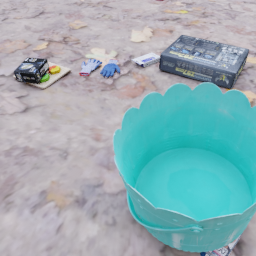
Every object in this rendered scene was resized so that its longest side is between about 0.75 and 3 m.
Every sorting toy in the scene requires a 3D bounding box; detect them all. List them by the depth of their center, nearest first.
[{"bbox_3d":[-3.317,-2.170,10.883,1.577,0.311,1.704,22,44,24],"label":"sorting toy"}]

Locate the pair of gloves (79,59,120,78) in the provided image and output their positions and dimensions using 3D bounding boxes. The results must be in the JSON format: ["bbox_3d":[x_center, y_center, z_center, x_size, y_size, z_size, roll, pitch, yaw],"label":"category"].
[{"bbox_3d":[-1.101,-2.427,11.302,1.720,0.196,1.383,7,42,10],"label":"pair of gloves"}]

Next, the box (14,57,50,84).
[{"bbox_3d":[-3.535,-2.143,10.356,0.852,0.448,1.040,8,45,13],"label":"box"}]

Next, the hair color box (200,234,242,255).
[{"bbox_3d":[1.846,2.283,5.530,0.428,0.259,0.856,31,48,32],"label":"hair color box"}]

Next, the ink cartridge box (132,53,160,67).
[{"bbox_3d":[0.760,-2.835,11.758,1.182,0.232,0.588,-25,46,-29],"label":"ink cartridge box"}]

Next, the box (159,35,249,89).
[{"bbox_3d":[3.056,-2.753,11.231,2.976,0.759,2.346,20,42,21],"label":"box"}]

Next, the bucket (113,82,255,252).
[{"bbox_3d":[1.231,0.770,5.440,3.011,1.959,3.011,-5,46,5],"label":"bucket"}]
